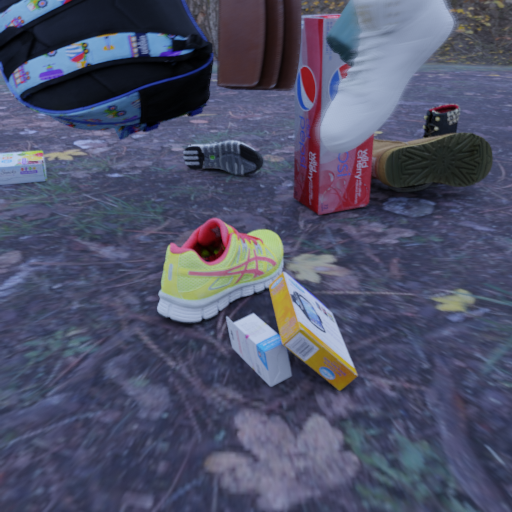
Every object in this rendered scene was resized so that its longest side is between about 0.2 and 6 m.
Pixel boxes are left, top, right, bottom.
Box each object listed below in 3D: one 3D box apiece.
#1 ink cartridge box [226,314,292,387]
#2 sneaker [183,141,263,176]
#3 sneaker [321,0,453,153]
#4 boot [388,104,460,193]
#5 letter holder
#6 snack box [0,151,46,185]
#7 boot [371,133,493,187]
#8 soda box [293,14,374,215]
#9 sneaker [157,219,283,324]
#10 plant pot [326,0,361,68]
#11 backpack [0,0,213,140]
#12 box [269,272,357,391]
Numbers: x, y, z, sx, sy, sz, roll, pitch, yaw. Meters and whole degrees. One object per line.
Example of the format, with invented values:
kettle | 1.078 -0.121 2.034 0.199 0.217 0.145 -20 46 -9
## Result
ink cartridge box | 0.019 1.083 6.795 0.319 0.541 0.940 -23 32 -23
sneaker | -0.678 -2.787 15.187 2.358 0.885 1.362 11 24 25
sneaker | 1.363 -2.525 6.905 0.862 2.340 1.352 36 0 42
boot | 4.065 -2.593 13.513 2.275 1.718 0.821 -24 35 -25
letter holder | 0.069 -3.342 8.472 1.120 1.575 0.792 6 14 14
snack box | -6.442 -2.238 14.332 1.964 0.520 1.397 -8 25 -18
boot | 3.378 -2.517 13.822 3.175 1.199 3.626 -4 15 -20
soda box | 1.616 -2.911 11.657 1.362 3.891 1.234 -11 26 -20
sneaker | -0.399 -0.031 8.501 1.072 1.238 2.742 12 25 28
plant pot | 1.751 -3.563 8.697 1.135 1.111 1.135 38 6 -4
backpack | -2.791 -3.622 10.147 3.385 3.090 2.277 -25 -11 -12
box | 0.650 0.844 6.970 0.975 0.340 1.638 41 13 -19
